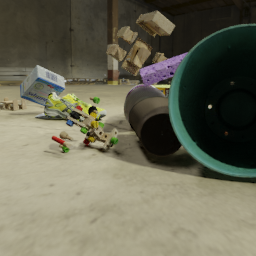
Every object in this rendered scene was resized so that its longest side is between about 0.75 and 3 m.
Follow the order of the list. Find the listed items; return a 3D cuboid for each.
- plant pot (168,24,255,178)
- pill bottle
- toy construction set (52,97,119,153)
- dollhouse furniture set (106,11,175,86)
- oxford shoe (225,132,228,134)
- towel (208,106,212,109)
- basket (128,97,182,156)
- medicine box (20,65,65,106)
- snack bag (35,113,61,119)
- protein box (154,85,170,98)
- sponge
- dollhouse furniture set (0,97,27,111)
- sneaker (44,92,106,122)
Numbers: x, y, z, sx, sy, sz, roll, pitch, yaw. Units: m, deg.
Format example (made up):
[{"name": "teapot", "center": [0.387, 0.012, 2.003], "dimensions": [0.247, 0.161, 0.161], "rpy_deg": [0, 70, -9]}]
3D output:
[{"name": "plant pot", "center": [2.290, -0.441, 5.723], "dimensions": [2.606, 2.606, 2.092], "rpy_deg": [4, 0, 19]}, {"name": "pill bottle", "center": [0.602, -0.823, 10.045], "dimensions": [1.466, 1.466, 2.608], "rpy_deg": [0, 11, 1]}, {"name": "toy construction set", "center": [-0.896, 0.149, 6.652], "dimensions": [1.106, 1.201, 1.440], "rpy_deg": [22, 42, 33]}, {"name": "dollhouse furniture set", "center": [0.520, -3.092, 10.512], "dimensions": [2.048, 2.230, 1.451], "rpy_deg": [30, 3, -25]}, {"name": "oxford shoe", "center": [3.063, 0.107, 8.588], "dimensions": [0.796, 0.284, 0.284], "rpy_deg": [2, 35, 27]}, {"name": "towel", "center": [3.996, -0.809, 13.235], "dimensions": [2.176, 0.248, 1.563], "rpy_deg": [-6, 13, -26]}, {"name": "basket", "center": [0.800, -0.057, 7.005], "dimensions": [1.609, 1.213, 1.784], "rpy_deg": [0, 14, 1]}, {"name": "medicine box", "center": [-3.764, -1.799, 12.334], "dimensions": [1.486, 0.765, 1.353], "rpy_deg": [-38, -39, 29]}, {"name": "snack bag", "center": [-3.275, -0.544, 12.141], "dimensions": [1.175, 0.126, 1.108], "rpy_deg": [1, 11, 5]}, {"name": "protein box", "center": [1.751, -1.147, 12.075], "dimensions": [1.935, 1.315, 1.949], "rpy_deg": [10, 15, 43]}, {"name": "sponge", "center": [1.609, -1.912, 8.249], "dimensions": [2.573, 0.384, 1.435], "rpy_deg": [-18, 17, 6]}, {"name": "dollhouse furniture set", "center": [-6.366, -1.459, 14.456], "dimensions": [1.474, 1.044, 1.605], "rpy_deg": [7, 13, 30]}, {"name": "sneaker", "center": [-2.153, -0.852, 11.285], "dimensions": [2.619, 1.001, 0.987], "rpy_deg": [7, 10, 7]}]
